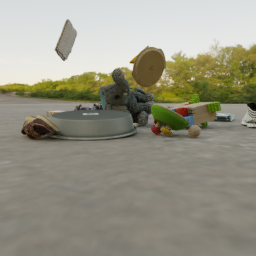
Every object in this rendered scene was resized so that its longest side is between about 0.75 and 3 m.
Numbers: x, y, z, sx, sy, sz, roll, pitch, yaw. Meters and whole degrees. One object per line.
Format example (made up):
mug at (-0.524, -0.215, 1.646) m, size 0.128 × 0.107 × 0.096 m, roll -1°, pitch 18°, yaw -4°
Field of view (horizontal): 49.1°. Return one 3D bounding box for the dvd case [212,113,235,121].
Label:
dvd case at (3.676, -0.540, 13.417) m, size 2.571 × 0.283 × 1.877 m, roll 4°, pitch 7°, yaw 25°

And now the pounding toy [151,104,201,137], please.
pounding toy at (1.173, -0.015, 7.746) m, size 1.484 × 0.689 × 1.145 m, roll 30°, pitch -3°, yaw 4°

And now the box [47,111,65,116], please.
box at (-3.753, -0.795, 15.742) m, size 1.470 × 0.305 × 0.875 m, roll 7°, pitch 9°, yaw 34°

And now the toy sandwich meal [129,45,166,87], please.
toy sandwich meal at (0.874, -2.763, 12.403) m, size 1.962 × 1.962 × 0.672 m, roll -5°, pitch 24°, yaw -36°

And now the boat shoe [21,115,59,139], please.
boat shoe at (-2.316, 0.047, 7.144) m, size 1.642 × 0.591 × 0.592 m, roll 7°, pitch -30°, yaw 48°

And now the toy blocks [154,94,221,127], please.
toy blocks at (1.935, -0.473, 10.036) m, size 1.619 × 1.184 × 2.369 m, roll -14°, pitch 9°, yaw -18°

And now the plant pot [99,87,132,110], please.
plant pot at (-0.625, -1.273, 14.226) m, size 1.662 × 1.561 × 1.662 m, roll 0°, pitch 7°, yaw 0°

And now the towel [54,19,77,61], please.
towel at (-2.770, -3.929, 12.645) m, size 0.284 × 1.647 × 1.091 m, roll 16°, pitch -9°, yaw 11°

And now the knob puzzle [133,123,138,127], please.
knob puzzle at (-1.228, -0.160, 9.380) m, size 2.882 × 0.400 × 2.882 m, roll 0°, pitch 7°, yaw 0°

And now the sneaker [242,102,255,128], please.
sneaker at (4.544, -0.500, 10.220) m, size 0.581 × 0.885 × 1.538 m, roll 1°, pitch 6°, yaw 11°

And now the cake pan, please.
cake pan at (-1.058, -0.166, 8.145) m, size 2.666 × 0.489 × 2.666 m, roll 0°, pitch 10°, yaw 0°

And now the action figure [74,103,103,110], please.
action figure at (-2.201, -1.064, 16.107) m, size 2.261 × 0.784 × 1.471 m, roll 1°, pitch 13°, yaw 45°

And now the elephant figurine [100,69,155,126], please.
elephant figurine at (-0.305, -1.060, 10.134) m, size 2.413 × 1.872 × 1.708 m, roll 20°, pitch 13°, yaw -40°
